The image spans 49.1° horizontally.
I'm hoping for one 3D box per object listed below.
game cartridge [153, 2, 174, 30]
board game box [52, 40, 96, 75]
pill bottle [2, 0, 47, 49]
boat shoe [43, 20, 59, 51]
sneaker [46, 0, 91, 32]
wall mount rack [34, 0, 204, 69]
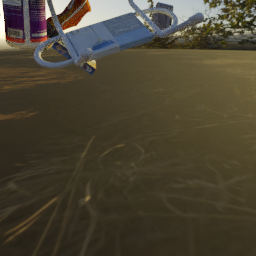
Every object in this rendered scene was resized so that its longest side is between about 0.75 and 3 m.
[{"bbox_3d":[1.158,-3.662,9.390,0.664,0.997,0.204,23,47,21],"label":"game cartridge"},{"bbox_3d":[-1.979,-2.759,10.503,1.711,0.296,1.159,33,20,-22],"label":"board game box"},{"bbox_3d":[-2.258,-2.602,6.117,0.905,1.609,0.905,5,27,-3],"label":"pill bottle"},{"bbox_3d":[-2.621,-3.127,7.516,0.680,2.184,0.815,-35,0,-7],"label":"boat shoe"},{"bbox_3d":[-2.340,-4.052,10.703,2.267,0.827,0.874,-33,-23,6],"label":"sneaker"},{"bbox_3d":[-0.234,-1.793,4.891,2.968,1.107,2.579,-22,52,-12],"label":"wall mount rack"}]
